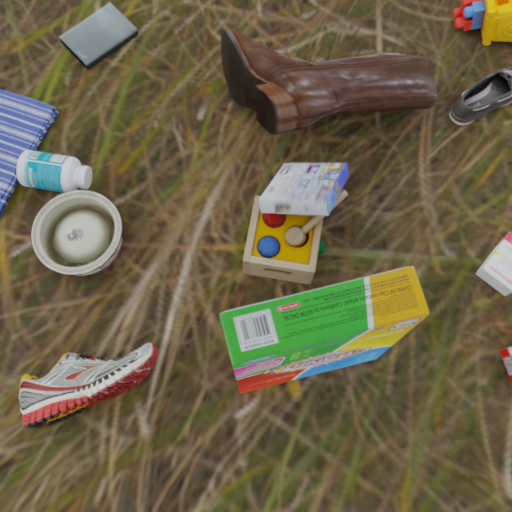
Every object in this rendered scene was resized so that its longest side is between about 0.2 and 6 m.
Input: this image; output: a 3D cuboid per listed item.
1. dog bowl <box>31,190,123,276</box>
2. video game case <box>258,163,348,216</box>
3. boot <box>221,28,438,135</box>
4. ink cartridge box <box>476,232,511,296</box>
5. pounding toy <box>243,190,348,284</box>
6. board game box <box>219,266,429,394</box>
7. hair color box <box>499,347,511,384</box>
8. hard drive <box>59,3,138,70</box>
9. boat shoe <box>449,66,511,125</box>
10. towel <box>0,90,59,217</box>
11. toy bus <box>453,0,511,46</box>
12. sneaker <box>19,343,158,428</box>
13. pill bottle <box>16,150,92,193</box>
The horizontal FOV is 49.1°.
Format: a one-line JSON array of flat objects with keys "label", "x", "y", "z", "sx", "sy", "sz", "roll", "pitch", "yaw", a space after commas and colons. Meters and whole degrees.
[{"label": "dog bowl", "x": -2.882, "y": -0.318, "z": 9.241, "sx": 1.474, "sy": 0.543, "sz": 1.474, "roll": 0, "pitch": 72, "yaw": 0}, {"label": "video game case", "x": 0.761, "y": -1.058, "z": 8.730, "sx": 1.092, "sy": 0.274, "sz": 1.205, "roll": 3, "pitch": 38, "yaw": 25}, {"label": "boot", "x": 1.260, "y": -3.340, "z": 10.031, "sx": 3.293, "sy": 1.058, "sz": 3.069, "roll": -16, "pitch": 53, "yaw": -17}, {"label": "ink cartridge box", "x": 4.124, "y": 0.139, "z": 9.184, "sx": 0.615, "sy": 0.353, "sz": 0.847, "roll": 39, "pitch": 76, "yaw": 12}, {"label": "pounding toy", "x": 0.610, "y": -0.361, "z": 8.995, "sx": 1.448, "sy": 1.029, "sz": 1.333, "roll": 9, "pitch": 72, "yaw": 3}, {"label": "board game box", "x": 0.756, "y": 1.117, "z": 7.474, "sx": 2.275, "sy": 2.973, "sz": 0.599, "roll": -13, "pitch": 71, "yaw": -4}, {"label": "hair color box", "x": 4.442, "y": 1.588, "z": 8.694, "sx": 1.106, "sy": 0.339, "sz": 0.561, "roll": -11, "pitch": 72, "yaw": -5}, {"label": "hard drive", "x": -3.007, "y": -4.201, "z": 10.708, "sx": 1.234, "sy": 0.203, "sz": 0.861, "roll": -41, "pitch": 76, "yaw": -12}, {"label": "boat shoe", "x": 4.309, "y": -2.985, "z": 10.137, "sx": 1.806, "sy": 0.515, "sz": 0.604, "roll": -34, "pitch": 75, "yaw": -10}, {"label": "towel", "x": -4.755, "y": -1.887, "z": 9.952, "sx": 1.695, "sy": 0.279, "sz": 2.341, "roll": 18, "pitch": 71, "yaw": 8}, {"label": "toy bus", "x": 4.593, "y": -4.870, "z": 10.544, "sx": 1.672, "sy": 1.182, "sz": 1.742, "roll": -2, "pitch": 69, "yaw": 16}, {"label": "sneaker", "x": -2.533, "y": 1.766, "z": 8.389, "sx": 2.179, "sy": 0.848, "sz": 0.895, "roll": -22, "pitch": 72, "yaw": -7}, {"label": "pill bottle", "x": -3.419, "y": -1.415, "z": 9.563, "sx": 1.134, "sy": 0.628, "sz": 0.628, "roll": 10, "pitch": 72, "yaw": 3}]
